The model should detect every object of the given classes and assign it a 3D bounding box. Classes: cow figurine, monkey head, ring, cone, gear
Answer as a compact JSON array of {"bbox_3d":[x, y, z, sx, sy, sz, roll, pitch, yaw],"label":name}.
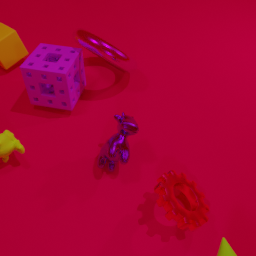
[{"bbox_3d":[-0.241,0.316,6.774,0.687,1.251,1.231,24,52,-23],"label":"cow figurine"},{"bbox_3d":[-2.907,0.467,6.680,0.759,1.055,0.636,35,60,23],"label":"monkey head"},{"bbox_3d":[-0.658,-2.231,8.186,2.092,2.092,0.418,34,99,21],"label":"ring"},{"bbox_3d":[1.636,2.564,4.350,1.618,1.618,1.624,-1,60,-1],"label":"cone"},{"bbox_3d":[1.165,1.530,6.027,1.309,0.242,1.309,25,37,-21],"label":"gear"}]

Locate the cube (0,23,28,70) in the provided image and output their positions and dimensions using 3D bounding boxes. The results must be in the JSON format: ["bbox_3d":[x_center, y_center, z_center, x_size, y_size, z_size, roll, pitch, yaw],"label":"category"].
[{"bbox_3d":[-3.901,-2.563,8.770,0.905,0.905,0.905,32,66,31],"label":"cube"}]

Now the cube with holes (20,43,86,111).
[{"bbox_3d":[-2.003,-1.428,7.802,1.234,1.234,1.234,10,46,8],"label":"cube with holes"}]
